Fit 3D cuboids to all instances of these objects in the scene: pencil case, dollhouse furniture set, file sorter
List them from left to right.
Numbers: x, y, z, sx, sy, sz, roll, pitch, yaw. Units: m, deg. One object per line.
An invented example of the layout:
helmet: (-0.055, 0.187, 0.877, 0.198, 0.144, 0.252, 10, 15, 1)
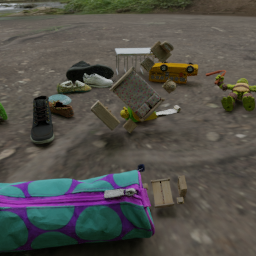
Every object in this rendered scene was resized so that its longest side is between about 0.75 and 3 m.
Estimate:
pencil case: (-1.084, 1.415, 4.929, 2.971, 1.373, 1.264, -4, 54, -5)
file sorter: (0.333, -3.466, 14.645, 1.907, 1.188, 1.323, -3, 27, -6)
dollhouse furniture set: (0.421, -1.078, 8.279, 2.867, 1.486, 1.269, -45, 11, 0)
dollhouse furniture set: (0.685, 1.444, 6.001, 1.133, 0.502, 0.587, -8, 58, 2)

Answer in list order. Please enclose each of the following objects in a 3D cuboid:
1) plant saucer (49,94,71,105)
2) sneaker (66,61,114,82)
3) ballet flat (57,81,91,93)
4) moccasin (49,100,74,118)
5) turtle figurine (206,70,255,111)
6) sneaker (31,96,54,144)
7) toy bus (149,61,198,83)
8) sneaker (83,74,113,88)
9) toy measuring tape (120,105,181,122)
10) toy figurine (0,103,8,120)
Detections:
plant saucer: (-2.817, -1.150, 11.219, 1.067, 0.205, 1.067, -1, 27, 0)
sneaker: (-1.819, -2.863, 13.814, 2.272, 0.869, 1.301, -4, 33, 4)
ballet flat: (-2.352, -1.814, 12.192, 1.499, 0.530, 0.530, -6, 28, -12)
moccasin: (-2.537, -0.775, 10.120, 1.360, 0.525, 0.498, 21, 34, 36)
turtle figurine: (4.287, -1.428, 11.000, 2.814, 0.906, 2.269, 15, 38, 19)
sneaker: (-2.712, -0.289, 8.656, 0.700, 0.995, 1.872, -8, 28, -14)
toy bus: (2.168, -2.661, 13.397, 2.262, 0.885, 0.736, 6, 26, 11)
sneaker: (-1.383, -2.193, 12.877, 1.369, 0.551, 0.523, 3, 25, 3)
toy measuring tape: (0.834, -0.771, 9.798, 2.398, 0.882, 0.882, -12, 30, -23)
toy figurine: (-5.675, -0.645, 9.250, 2.306, 1.881, 2.505, -35, 66, -28)
